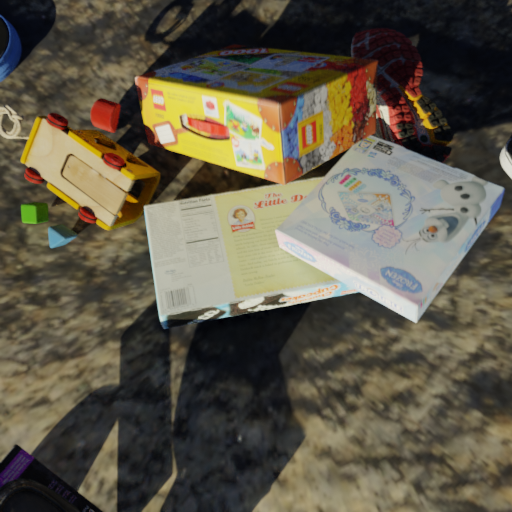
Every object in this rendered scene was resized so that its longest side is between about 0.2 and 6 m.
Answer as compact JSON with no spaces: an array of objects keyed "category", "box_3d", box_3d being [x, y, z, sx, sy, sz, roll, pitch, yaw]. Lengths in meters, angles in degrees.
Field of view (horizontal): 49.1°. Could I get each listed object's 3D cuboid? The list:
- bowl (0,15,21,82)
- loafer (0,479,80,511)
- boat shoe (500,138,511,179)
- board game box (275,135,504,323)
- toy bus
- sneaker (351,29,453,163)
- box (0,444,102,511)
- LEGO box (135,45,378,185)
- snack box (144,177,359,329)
[{"category":"bowl","box_3d":[-5.538,-4.023,10.817,1.866,0.366,1.866,0,70,0]},{"category":"loafer","box_3d":[-2.183,4.022,6.940,1.088,1.080,2.988,-41,99,-34]},{"category":"boat shoe","box_3d":[5.445,-1.119,9.425,1.049,0.970,2.841,-32,73,-11]},{"category":"board game box","box_3d":[1.962,-0.552,8.376,2.411,0.523,2.399,31,65,29]},{"category":"toy bus","box_3d":[-2.823,-1.511,9.416,2.275,1.246,2.411,-9,98,21]},{"category":"sneaker","box_3d":[2.321,-2.656,9.805,1.148,1.211,2.949,-13,75,-9]},{"category":"box","box_3d":[-2.959,3.700,7.495,1.944,0.351,1.390,42,56,-8]},{"category":"LEGO box","box_3d":[-0.005,-2.349,8.730,3.038,1.172,2.262,23,43,38]},{"category":"snack box","box_3d":[0.025,-0.131,9.084,3.413,0.633,1.983,-10,64,-6]}]
